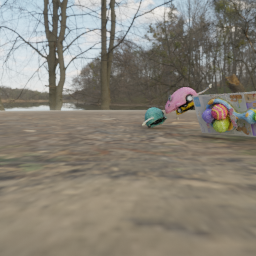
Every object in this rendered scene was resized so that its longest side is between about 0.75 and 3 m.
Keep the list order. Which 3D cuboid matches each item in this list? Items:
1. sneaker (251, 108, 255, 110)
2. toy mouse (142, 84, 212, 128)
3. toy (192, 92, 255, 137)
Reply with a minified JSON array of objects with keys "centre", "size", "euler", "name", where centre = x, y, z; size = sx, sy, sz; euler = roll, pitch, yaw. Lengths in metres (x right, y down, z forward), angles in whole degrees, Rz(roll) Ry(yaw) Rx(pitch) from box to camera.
[{"centre":[3.619,-0.635,8.513],"size":[0.730,0.771,1.908],"euler":[-35,9,-2],"name":"sneaker"},{"centre":[1.141,-0.576,7.773],"size":[2.189,0.477,2.463],"euler":[-20,-11,-29],"name":"toy mouse"},{"centre":[1.791,-0.200,5.281],"size":[0.351,0.855,1.485],"euler":[-28,17,-33],"name":"toy"}]
